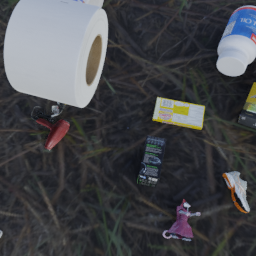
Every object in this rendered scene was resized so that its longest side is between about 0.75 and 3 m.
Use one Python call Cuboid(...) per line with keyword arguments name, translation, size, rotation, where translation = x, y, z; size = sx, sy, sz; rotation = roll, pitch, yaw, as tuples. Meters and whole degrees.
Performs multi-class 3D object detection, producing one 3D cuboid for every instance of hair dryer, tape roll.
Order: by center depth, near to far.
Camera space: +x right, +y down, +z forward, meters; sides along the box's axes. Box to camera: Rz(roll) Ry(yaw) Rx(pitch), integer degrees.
Cuboid(name="tape roll", translation=(-1.791, -2.054, 7.653), size=(1.859, 2.707, 2.707), rotation=(16, 68, 4))
Cuboid(name="hair dryer", translation=(-2.695, -0.060, 9.821), size=(1.362, 0.486, 1.789), rotation=(-15, 62, 12))

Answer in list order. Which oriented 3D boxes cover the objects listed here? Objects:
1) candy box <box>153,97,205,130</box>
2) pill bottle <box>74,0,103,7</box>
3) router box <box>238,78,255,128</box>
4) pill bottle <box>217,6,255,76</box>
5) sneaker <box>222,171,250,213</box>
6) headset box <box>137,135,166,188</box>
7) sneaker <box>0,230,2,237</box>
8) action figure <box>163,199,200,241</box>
Cuboid(name="candy box", translation=(1.822, -0.529, 10.035), size=(1.750, 0.231, 0.895), rotation=(12, 70, 5))
Cuboid(name="pill bottle", translation=(-2.063, -5.644, 11.735), size=(1.944, 1.089, 1.089), rotation=(40, 73, 15))
Cuboid(name="router box", translation=(5.238, -0.656, 9.652), size=(2.254, 0.589, 1.772), rotation=(21, 68, 22))
Cuboid(name="pill bottle", translation=(4.230, -3.224, 10.540), size=(1.405, 1.405, 2.503), rotation=(22, 69, 9))
Cuboid(name="sneaker", translation=(3.573, 1.973, 8.853), size=(0.618, 0.508, 1.343), rotation=(-17, 69, -11))
Cuboid(name="headset box", translation=(0.750, 1.033, 8.844), size=(0.641, 1.204, 1.383), rotation=(11, 68, 5))
Cuboid(name="sneaker", translation=(-4.076, 3.420, 8.312), size=(0.301, 0.331, 0.807), rotation=(16, 68, 7))
Cuboid(name="action figure", translation=(1.647, 2.781, 8.552), size=(0.901, 0.811, 1.210), rotation=(-18, 50, 35))
